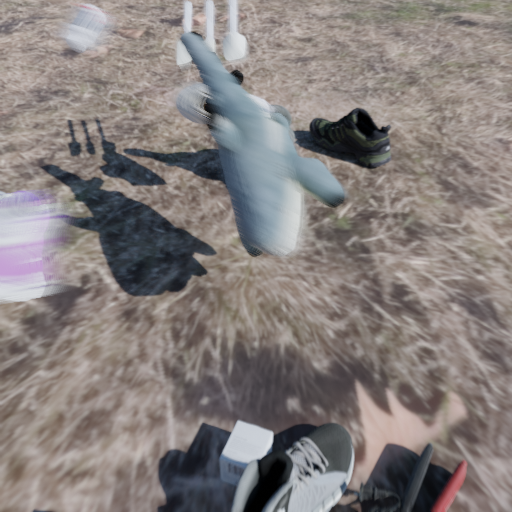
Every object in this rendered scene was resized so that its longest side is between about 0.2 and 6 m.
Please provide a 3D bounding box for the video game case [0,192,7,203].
[{"bbox_3d":[-5.658,-0.830,12.219,1.559,0.172,1.419,22,42,25],"label":"video game case"}]

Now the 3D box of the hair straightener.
[{"bbox_3d":[1.569,3.243,6.738,0.997,0.530,2.591,25,48,30],"label":"hair straightener"}]

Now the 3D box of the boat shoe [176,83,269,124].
[{"bbox_3d":[-0.903,-3.080,11.381,2.431,0.862,0.849,24,13,36],"label":"boat shoe"}]

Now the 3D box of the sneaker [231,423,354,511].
[{"bbox_3d":[0.502,2.618,6.732,0.879,1.352,2.342,26,45,29],"label":"sneaker"}]

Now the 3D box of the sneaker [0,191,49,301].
[{"bbox_3d":[-3.175,-0.150,7.595,0.869,1.367,2.397,15,-6,-24],"label":"sneaker"}]

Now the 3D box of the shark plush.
[{"bbox_3d":[-0.110,-1.993,8.978,1.955,4.303,1.792,-19,-14,29],"label":"shark plush"}]

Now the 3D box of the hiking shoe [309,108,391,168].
[{"bbox_3d":[2.466,-3.314,14.523,0.981,1.304,2.590,-31,47,-34],"label":"hiking shoe"}]

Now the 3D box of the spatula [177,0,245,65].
[{"bbox_3d":[-0.924,-4.684,11.574,1.384,0.160,1.990,-7,57,8],"label":"spatula"}]

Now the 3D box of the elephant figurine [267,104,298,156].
[{"bbox_3d":[0.165,-2.776,12.843,1.930,2.488,1.761,-26,45,-30],"label":"elephant figurine"}]

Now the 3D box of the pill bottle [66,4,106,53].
[{"bbox_3d":[-2.713,-3.589,8.882,0.406,0.406,0.679,19,73,23],"label":"pill bottle"}]

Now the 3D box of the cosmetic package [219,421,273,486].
[{"bbox_3d":[-0.125,2.639,7.391,0.519,0.520,0.630,14,40,17],"label":"cosmetic package"}]
